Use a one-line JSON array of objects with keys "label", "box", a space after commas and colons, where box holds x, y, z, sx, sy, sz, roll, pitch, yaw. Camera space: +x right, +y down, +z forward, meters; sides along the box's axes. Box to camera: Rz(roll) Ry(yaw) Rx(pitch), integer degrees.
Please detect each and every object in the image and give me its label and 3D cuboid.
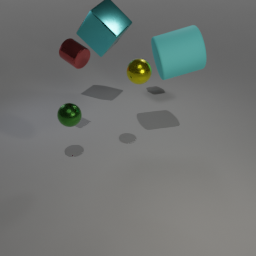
[{"label": "cylinder", "box": [-1.650, -2.304, 8.688, 0.700, 0.700, 0.700, 36, 42, 18]}, {"label": "ball", "box": [0.306, -1.559, 7.757, 0.700, 0.700, 0.700, 0, 29, 0]}, {"label": "cube", "box": [-0.962, -4.078, 11.409, 1.400, 1.400, 1.400, 42, 51, -10]}, {"label": "ball", "box": [-1.700, -0.378, 8.149, 0.700, 0.700, 0.700, 0, 29, 0]}, {"label": "cylinder", "box": [1.597, -2.399, 8.985, 1.400, 1.400, 1.400, -16, 30, 2]}]
